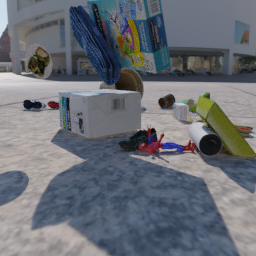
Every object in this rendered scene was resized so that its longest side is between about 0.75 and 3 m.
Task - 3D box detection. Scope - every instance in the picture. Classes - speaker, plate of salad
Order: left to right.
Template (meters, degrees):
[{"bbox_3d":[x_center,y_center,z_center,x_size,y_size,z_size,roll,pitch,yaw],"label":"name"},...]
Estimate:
[{"bbox_3d":[-2.715,-1.988,8.429,1.057,1.057,0.254,6,25,27],"label":"plate of salad"},{"bbox_3d":[2.177,0.280,8.044,0.636,0.636,1.567,0,13,1],"label":"speaker"}]

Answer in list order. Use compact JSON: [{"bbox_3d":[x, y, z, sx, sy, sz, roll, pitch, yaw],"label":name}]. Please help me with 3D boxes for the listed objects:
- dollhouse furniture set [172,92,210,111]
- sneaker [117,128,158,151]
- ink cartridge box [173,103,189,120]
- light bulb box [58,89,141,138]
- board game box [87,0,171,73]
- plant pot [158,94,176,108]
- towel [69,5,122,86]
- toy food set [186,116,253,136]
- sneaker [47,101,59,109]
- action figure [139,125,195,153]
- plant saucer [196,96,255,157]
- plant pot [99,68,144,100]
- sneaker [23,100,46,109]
[{"bbox_3d":[3.507,-1.554,15.694,2.075,0.801,1.037,9,32,37],"label":"dollhouse furniture set"},{"bbox_3d":[0.284,0.318,8.141,1.363,0.540,0.514,-9,17,-33],"label":"sneaker"},{"bbox_3d":[2.399,-0.753,12.776,0.404,0.685,1.190,-2,12,-6],"label":"ink cartridge box"},{"bbox_3d":[-1.081,-0.653,10.472,2.297,1.446,2.318,-9,15,-37],"label":"light bulb box"},{"bbox_3d":[-0.042,-3.102,9.100,0.693,2.230,2.953,-31,33,-27],"label":"board game box"},{"bbox_3d":[2.263,-1.577,16.649,0.792,0.800,0.800,-17,20,-34],"label":"plant pot"},{"bbox_3d":[-1.176,-2.737,9.562,0.640,2.637,1.472,-31,-10,-12],"label":"towel"},{"bbox_3d":[3.274,0.028,10.053,2.365,0.372,1.503,11,14,12],"label":"toy food set"},{"bbox_3d":[-4.135,-1.318,16.357,1.103,0.438,0.527,6,0,-10],"label":"sneaker"},{"bbox_3d":[1.053,0.307,7.795,1.528,0.756,0.499,-4,12,-7],"label":"action figure"},{"bbox_3d":[2.598,-0.017,7.911,0.438,1.825,1.828,-39,8,9],"label":"plant saucer"},{"bbox_3d":[-0.596,-2.381,17.506,2.365,2.365,2.165,-10,4,-40],"label":"plant pot"},{"bbox_3d":[-5.314,-1.283,15.889,1.501,0.568,0.578,12,4,24],"label":"sneaker"}]
